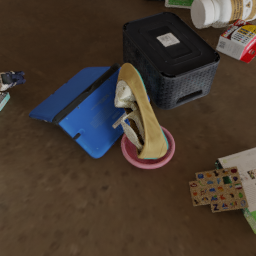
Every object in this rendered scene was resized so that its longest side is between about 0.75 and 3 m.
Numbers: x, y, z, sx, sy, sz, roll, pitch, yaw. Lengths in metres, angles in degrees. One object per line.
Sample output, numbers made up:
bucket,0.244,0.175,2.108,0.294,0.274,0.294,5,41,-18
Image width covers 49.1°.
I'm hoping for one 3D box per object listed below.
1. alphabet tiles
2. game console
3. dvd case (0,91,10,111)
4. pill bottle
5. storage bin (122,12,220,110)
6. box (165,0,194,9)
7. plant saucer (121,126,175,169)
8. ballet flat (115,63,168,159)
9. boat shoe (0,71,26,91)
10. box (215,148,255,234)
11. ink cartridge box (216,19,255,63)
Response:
alphabet tiles,2.086,1.464,6.610,1.197,0.045,1.000,-12,57,13
game console,-1.101,-0.604,8.286,2.275,1.577,2.665,46,61,-6
dvd case,-4.866,-0.646,8.331,2.150,0.237,1.570,12,54,8
pill bottle,3.664,-4.533,10.552,2.355,1.346,1.346,-17,55,-12
storage bin,1.215,-2.206,8.816,1.950,1.352,2.884,-22,57,-15
box,2.673,-6.200,11.568,2.012,1.732,2.022,8,53,6
plant saucer,0.519,0.500,7.387,1.392,0.353,1.392,0,52,0
ballet flat,0.148,-0.501,7.247,0.883,0.962,2.803,-13,68,-27
boat shoe,-3.492,-1.425,8.391,0.680,0.548,1.467,-13,14,-27
box,3.163,1.401,6.727,1.366,0.344,1.893,-14,53,-10
ink cartridge box,4.091,-3.099,9.945,1.262,0.603,1.437,34,59,22
